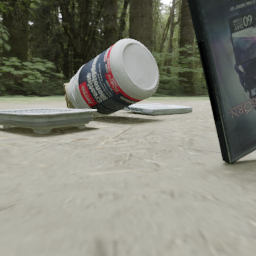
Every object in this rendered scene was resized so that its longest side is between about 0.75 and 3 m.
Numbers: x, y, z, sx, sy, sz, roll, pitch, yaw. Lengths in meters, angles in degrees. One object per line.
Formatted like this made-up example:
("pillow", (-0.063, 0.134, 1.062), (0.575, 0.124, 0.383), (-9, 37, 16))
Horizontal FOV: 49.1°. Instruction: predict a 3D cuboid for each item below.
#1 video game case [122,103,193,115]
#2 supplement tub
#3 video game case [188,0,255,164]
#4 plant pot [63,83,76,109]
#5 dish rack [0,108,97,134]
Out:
("video game case", (1.248, -0.881, 12.640), (2.469, 0.293, 2.248), (-5, 11, -37))
("supplement tub", (-0.557, -1.590, 9.737), (2.023, 2.023, 2.883), (-8, -9, -45))
("video game case", (1.702, -0.850, 3.728), (1.607, 2.249, 0.213), (-24, 17, -19))
("plant pot", (-1.900, -1.459, 12.376), (1.699, 1.856, 1.856), (-11, 10, -16))
("dish rack", (-2.194, -0.237, 7.322), (2.348, 0.511, 2.015), (6, 10, 37))
